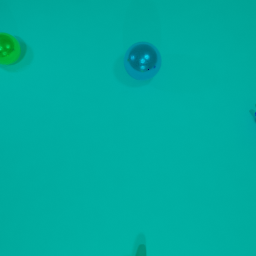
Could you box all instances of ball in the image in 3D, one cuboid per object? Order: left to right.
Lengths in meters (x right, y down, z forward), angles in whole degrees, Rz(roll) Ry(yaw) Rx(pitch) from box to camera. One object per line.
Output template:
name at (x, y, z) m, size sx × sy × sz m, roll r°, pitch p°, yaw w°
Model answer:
ball at (-3.865, -2.468, 8.733) m, size 0.986 × 0.986 × 0.986 m, roll 0°, pitch 74°, yaw 0°
ball at (0.442, -2.022, 8.502) m, size 1.157 × 1.157 × 1.157 m, roll 0°, pitch 74°, yaw 0°
